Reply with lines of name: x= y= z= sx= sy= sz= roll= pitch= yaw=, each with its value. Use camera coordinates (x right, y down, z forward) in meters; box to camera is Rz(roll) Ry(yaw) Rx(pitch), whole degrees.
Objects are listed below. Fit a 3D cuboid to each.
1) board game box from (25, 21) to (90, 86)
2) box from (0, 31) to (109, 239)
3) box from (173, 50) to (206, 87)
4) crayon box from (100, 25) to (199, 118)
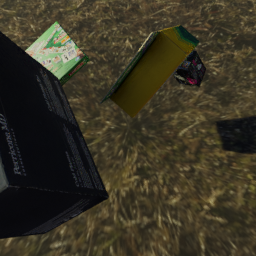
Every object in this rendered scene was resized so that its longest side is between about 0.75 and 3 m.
board game box: x=-2.080 y=-1.481 z=6.906 sx=2.013 sy=0.293 sz=1.354 roll=-41 pitch=69 yaw=6
box: x=-1.973 y=0.077 z=4.527 sx=1.548 sy=2.707 sz=2.973 roll=-30 pitch=67 yaw=7
box: x=1.427 y=-1.457 z=6.793 sx=0.617 sy=0.934 sz=0.536 roll=18 pitch=83 yaw=34
crayon box: x=0.530 y=-1.114 z=5.314 sx=0.608 sy=1.482 sz=2.357 roll=41 pitch=29 yaw=1
